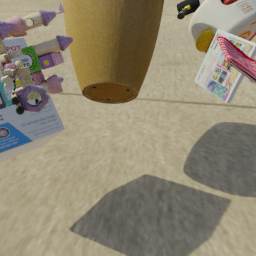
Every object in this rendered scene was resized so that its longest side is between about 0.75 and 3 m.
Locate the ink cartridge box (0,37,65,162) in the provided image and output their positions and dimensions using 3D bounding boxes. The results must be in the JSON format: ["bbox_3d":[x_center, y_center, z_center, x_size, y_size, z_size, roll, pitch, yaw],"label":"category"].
[{"bbox_3d":[-2.382,-0.437,5.188,1.395,1.902,1.389,-24,-2,-40],"label":"ink cartridge box"}]

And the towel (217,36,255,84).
[{"bbox_3d":[1.610,-0.922,3.908,0.769,0.120,1.064,32,32,-11],"label":"towel"}]

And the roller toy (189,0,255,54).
[{"bbox_3d":[2.557,-2.622,7.222,1.828,1.668,1.278,-7,60,-56],"label":"roller toy"}]

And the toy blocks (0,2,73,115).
[{"bbox_3d":[-0.882,-0.715,2.804,0.798,0.886,0.948,-23,21,-15],"label":"toy blocks"}]

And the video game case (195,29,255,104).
[{"bbox_3d":[1.772,-1.152,5.182,0.130,1.094,0.996,4,29,-31],"label":"video game case"}]

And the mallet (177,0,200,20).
[{"bbox_3d":[1.862,-4.006,9.637,0.850,0.531,2.582,-11,25,32],"label":"mallet"}]

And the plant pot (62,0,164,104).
[{"bbox_3d":[-0.367,-2.008,6.405,2.481,2.481,2.662,1,74,1],"label":"plant pot"}]
